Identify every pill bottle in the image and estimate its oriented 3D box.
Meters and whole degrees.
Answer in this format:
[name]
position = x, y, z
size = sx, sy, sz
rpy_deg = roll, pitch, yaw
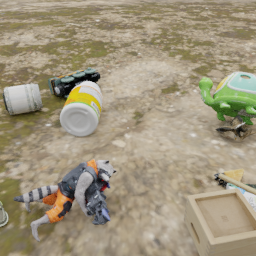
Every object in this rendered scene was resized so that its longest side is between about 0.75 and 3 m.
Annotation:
[pill bottle]
position = -1.701, -0.871, 10.877
size = 1.360, 1.360, 2.448
rpy_deg = 1, 33, 2

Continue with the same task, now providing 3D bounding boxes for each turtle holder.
[turtle holder]
position = 4.003, -1.194, 10.687
size = 2.323, 1.765, 1.650
rpy_deg = 6, 73, 38

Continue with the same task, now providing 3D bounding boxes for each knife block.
[knife block]
position = 2.991, 1.436, 8.364
size = 0.743, 0.271, 0.847
rpy_deg = 21, 40, 26

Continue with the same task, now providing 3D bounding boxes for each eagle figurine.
[eagle figurine]
position = 3.796, 0.022, 9.989
size = 0.899, 0.894, 1.185
rpy_deg = 8, 27, -31

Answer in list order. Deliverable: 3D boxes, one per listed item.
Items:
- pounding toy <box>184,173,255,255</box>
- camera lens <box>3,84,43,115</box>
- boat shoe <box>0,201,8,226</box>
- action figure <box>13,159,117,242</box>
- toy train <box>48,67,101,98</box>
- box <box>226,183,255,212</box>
[pounding toy]
position = 2.518, 2.079, 6.746
size = 2.151, 0.984, 1.890
rpy_deg = -6, 34, -9
[camera lens]
position = -4.343, -1.194, 11.557
size = 1.408, 1.127, 1.127
rpy_deg = -12, 35, -17
[boat shoe]
position = -3.480, 2.099, 7.302
size = 0.408, 0.341, 1.142
rpy_deg = -25, 41, -32
[action figure]
position = -1.320, 1.577, 6.752
size = 2.417, 1.307, 2.499
rpy_deg = -33, 14, -16
[toy train]
position = -2.528, -2.206, 13.272
size = 1.435, 1.073, 2.518
rpy_deg = 18, 36, 40
[box]
position = 3.511, 1.959, 7.590
size = 1.434, 0.261, 1.035
rpy_deg = 2, 34, 2
